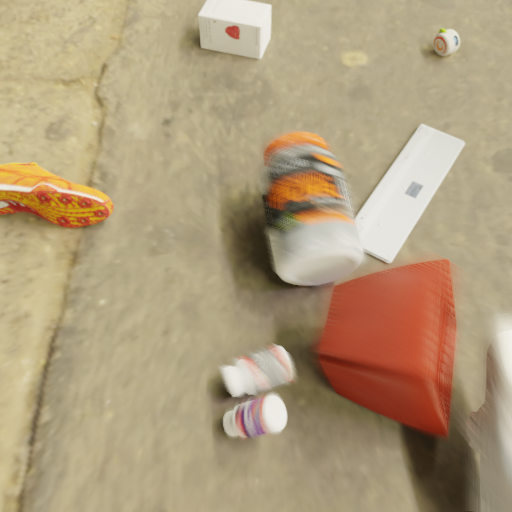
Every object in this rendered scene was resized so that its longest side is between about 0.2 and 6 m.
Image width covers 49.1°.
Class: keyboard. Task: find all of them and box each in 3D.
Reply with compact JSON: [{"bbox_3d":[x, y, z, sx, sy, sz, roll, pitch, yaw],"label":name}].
[{"bbox_3d":[2.734,-1.235,10.157,0.936,0.177,3.327,31,62,13],"label":"keyboard"}]

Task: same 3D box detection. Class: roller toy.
[{"bbox_3d":[4.150,-4.637,12.190,0.386,0.552,0.504,-27,70,-15],"label":"roller toy"}]

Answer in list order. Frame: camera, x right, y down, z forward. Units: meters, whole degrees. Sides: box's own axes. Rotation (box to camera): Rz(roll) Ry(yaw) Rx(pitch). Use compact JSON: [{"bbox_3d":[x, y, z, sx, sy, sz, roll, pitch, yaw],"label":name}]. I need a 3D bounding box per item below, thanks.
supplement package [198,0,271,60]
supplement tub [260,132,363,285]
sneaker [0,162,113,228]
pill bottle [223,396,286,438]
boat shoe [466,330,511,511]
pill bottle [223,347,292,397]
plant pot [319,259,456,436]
[{"bbox_3d":[-0.449,-4.995,12.219,1.399,0.848,0.838,14,57,9],"label":"supplement package"},{"bbox_3d":[0.810,-0.759,8.903,1.355,1.355,2.212,-8,65,-5],"label":"supplement tub"},{"bbox_3d":[-3.725,-1.184,9.621,2.706,0.988,1.044,11,53,6],"label":"sneaker"},{"bbox_3d":[-0.037,2.168,7.475,0.815,0.454,0.454,-25,48,34],"label":"pill bottle"},{"bbox_3d":[3.074,2.280,6.932,0.966,0.919,2.683,18,62,-39],"label":"boat shoe"},{"bbox_3d":[0.024,1.663,7.974,0.895,0.519,0.519,-17,58,-11],"label":"pill bottle"},{"bbox_3d":[1.805,1.205,7.610,1.543,1.750,1.749,1,54,24],"label":"plant pot"}]
